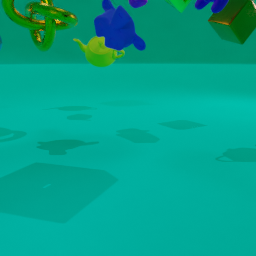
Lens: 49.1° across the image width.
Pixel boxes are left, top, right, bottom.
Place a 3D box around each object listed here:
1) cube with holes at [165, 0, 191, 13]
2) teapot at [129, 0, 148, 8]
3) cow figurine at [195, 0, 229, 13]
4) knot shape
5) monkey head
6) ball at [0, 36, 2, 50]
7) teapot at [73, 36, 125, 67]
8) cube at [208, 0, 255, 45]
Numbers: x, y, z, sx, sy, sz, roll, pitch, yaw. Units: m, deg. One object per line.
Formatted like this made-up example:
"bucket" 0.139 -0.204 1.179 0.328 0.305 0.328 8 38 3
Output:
"cube with holes" 0.539 -2.734 3.913 1.328 1.328 1.328 44 21 13
"teapot" 0.376 -4.212 8.769 0.705 0.895 1.439 1 44 -1
"cow figurine" 2.097 -3.572 6.645 0.840 1.506 1.531 33 11 -37
"knot shape" -2.161 -2.629 6.878 1.721 1.610 0.795 25 56 -9
"monkey head" -0.156 -2.190 5.904 0.843 1.400 1.007 -44 5 -40
"ball" -3.514 -2.152 6.959 0.719 0.719 0.719 0 14 0
"teapot" -1.075 -2.931 10.449 1.930 1.200 0.945 12 -25 2
"cube" 2.991 -3.030 7.860 0.881 0.881 0.881 32 8 -38
